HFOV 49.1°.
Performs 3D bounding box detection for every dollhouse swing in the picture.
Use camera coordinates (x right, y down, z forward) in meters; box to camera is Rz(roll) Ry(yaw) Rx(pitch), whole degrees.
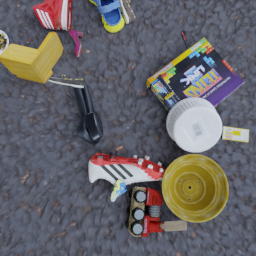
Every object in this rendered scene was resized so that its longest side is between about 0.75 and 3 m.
[{"bbox_3d":[-3.404,-2.678,10.096,1.568,1.726,1.517,14,79,3],"label":"dollhouse swing"}]

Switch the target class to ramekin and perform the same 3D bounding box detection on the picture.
[{"bbox_3d":[2.285,-0.058,9.558,1.833,0.894,1.833,-1,110,-2],"label":"ramekin"}]

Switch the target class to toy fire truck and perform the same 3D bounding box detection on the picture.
[{"bbox_3d":[0.952,2.841,9.366,1.776,1.143,1.563,9,80,-14],"label":"toy fire truck"}]

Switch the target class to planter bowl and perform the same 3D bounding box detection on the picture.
[{"bbox_3d":[2.182,2.024,9.523,2.180,0.908,2.180,0,77,-1],"label":"planter bowl"}]

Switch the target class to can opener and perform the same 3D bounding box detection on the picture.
[{"bbox_3d":[-1.480,-0.647,10.197,1.034,0.834,2.631,-26,67,22],"label":"can opener"}]

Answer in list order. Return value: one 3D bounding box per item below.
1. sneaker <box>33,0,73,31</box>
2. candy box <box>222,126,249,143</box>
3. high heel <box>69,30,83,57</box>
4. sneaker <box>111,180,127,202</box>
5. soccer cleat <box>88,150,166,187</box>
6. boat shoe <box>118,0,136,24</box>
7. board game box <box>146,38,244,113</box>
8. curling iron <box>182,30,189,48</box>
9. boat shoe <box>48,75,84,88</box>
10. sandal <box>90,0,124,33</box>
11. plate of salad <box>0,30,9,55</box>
[{"bbox_3d":[-2.983,-5.121,11.005,1.503,1.020,2.602,0,77,-1],"label":"sneaker"},{"bbox_3d":[3.950,0.237,10.302,0.949,0.125,0.485,8,81,2],"label":"candy box"},{"bbox_3d":[-2.091,-3.278,10.916,0.566,0.397,1.178,5,65,-5],"label":"high heel"},{"bbox_3d":[-0.284,2.089,9.109,0.406,0.293,0.773,20,97,16],"label":"sneaker"},{"bbox_3d":[0.002,1.562,9.677,2.796,0.960,1.191,11,107,-9],"label":"soccer cleat"},{"bbox_3d":[-0.092,-4.881,11.205,0.430,0.519,1.444,-18,82,-9],"label":"boat shoe"},{"bbox_3d":[2.433,-1.621,10.365,2.756,0.782,2.278,-38,79,-7],"label":"board game box"},{"bbox_3d":[2.301,-3.541,11.115,0.200,0.103,0.806,-12,78,-3],"label":"curling iron"},{"bbox_3d":[-1.763,-1.375,8.054,1.008,0.359,0.303,8,97,-15],"label":"boat shoe"},{"bbox_3d":[-0.941,-5.110,10.933,1.047,1.146,2.633,-30,78,-4],"label":"sandal"},{"bbox_3d":[-5.300,-3.366,10.985,1.196,0.287,1.196,0,77,0],"label":"plate of salad"}]
